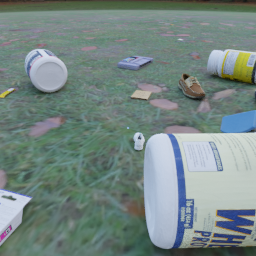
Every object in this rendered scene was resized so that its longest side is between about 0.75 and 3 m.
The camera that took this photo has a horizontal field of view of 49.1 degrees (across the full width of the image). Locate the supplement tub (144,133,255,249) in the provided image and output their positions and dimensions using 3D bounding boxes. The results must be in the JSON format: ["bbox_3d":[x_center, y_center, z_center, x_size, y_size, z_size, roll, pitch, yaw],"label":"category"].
[{"bbox_3d":[1.575,0.973,4.586,2.495,1.809,1.809,-1,28,-2],"label":"supplement tub"}]

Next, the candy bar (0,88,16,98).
[{"bbox_3d":[-4.705,-1.379,10.937,0.227,0.101,0.911,8,28,7],"label":"candy bar"}]

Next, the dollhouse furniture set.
[{"bbox_3d":[3.705,0.737,6.412,2.478,1.713,2.625,15,-9,-17],"label":"dollhouse furniture set"}]

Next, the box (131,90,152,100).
[{"bbox_3d":[0.518,-1.259,10.732,0.641,0.083,0.784,8,28,15],"label":"box"}]

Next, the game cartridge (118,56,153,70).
[{"bbox_3d":[0.394,-3.446,14.687,1.191,0.353,1.838,19,33,24],"label":"game cartridge"}]

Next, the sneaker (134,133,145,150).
[{"bbox_3d":[0.312,0.263,7.504,0.300,0.353,0.799,2,25,-1],"label":"sneaker"}]

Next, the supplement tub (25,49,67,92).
[{"bbox_3d":[-3.401,-2.394,11.437,1.419,1.419,2.022,-13,30,-23],"label":"supplement tub"}]

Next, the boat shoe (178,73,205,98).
[{"bbox_3d":[2.424,-1.662,10.883,0.661,0.646,1.748,-8,29,-14],"label":"boat shoe"}]

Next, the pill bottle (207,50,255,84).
[{"bbox_3d":[4.768,-2.750,12.308,2.248,1.285,1.285,19,33,33],"label":"pill bottle"}]

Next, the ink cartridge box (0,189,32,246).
[{"bbox_3d":[-2.483,1.742,4.735,0.840,0.329,1.775,9,31,18],"label":"ink cartridge box"}]
